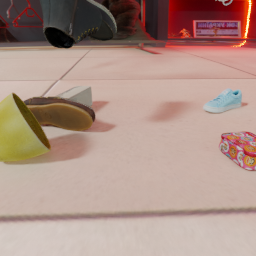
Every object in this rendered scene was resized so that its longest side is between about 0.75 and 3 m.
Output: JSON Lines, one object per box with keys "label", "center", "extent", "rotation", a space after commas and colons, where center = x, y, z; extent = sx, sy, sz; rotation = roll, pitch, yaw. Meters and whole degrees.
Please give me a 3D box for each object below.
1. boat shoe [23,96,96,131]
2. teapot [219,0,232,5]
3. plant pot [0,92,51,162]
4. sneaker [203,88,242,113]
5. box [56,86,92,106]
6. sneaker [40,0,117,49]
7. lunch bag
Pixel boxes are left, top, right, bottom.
{"label": "boat shoe", "center": [-2.145, -0.571, 8.481], "extent": [2.670, 0.940, 0.939], "rotation": [8, 39, 19]}
{"label": "teapot", "center": [3.257, -4.682, 9.708], "extent": [0.817, 0.597, 0.806], "rotation": [48, 38, 5]}
{"label": "plant pot", "center": [-2.665, 0.147, 6.415], "extent": [1.115, 1.570, 1.570], "rotation": [-33, 28, -7]}
{"label": "sneaker", "center": [3.442, -1.059, 10.204], "extent": [1.861, 0.763, 0.688], "rotation": [-15, 24, -34]}
{"label": "box", "center": [-1.925, -0.926, 9.868], "extent": [0.648, 0.779, 1.896], "rotation": [4, 20, 15]}
{"label": "sneaker", "center": [-1.236, -2.529, 7.231], "extent": [1.045, 1.484, 2.795], "rotation": [-10, -13, 30]}
{"label": "lunch bag", "center": [2.891, 0.504, 6.583], "extent": [1.095, 0.509, 1.243], "rotation": [-3, 23, -17]}
